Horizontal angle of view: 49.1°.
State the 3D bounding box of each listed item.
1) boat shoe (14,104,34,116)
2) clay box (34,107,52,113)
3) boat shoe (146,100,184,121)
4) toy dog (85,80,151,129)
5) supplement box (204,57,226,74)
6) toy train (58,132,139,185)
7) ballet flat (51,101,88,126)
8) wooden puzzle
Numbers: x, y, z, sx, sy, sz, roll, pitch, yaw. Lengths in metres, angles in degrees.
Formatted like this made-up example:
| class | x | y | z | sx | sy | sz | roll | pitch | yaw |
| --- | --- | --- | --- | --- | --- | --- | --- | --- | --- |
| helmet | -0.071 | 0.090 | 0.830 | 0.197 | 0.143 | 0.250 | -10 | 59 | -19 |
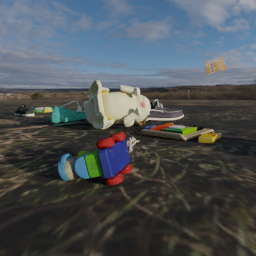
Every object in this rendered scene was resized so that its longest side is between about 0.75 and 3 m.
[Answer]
| class | x | y | z | sx | sy | sz | roll | pitch | yaw |
| --- | --- | --- | --- | --- | --- | --- | --- | --- | --- |
| boat shoe | -5.300 | -0.929 | 14.274 | 0.662 | 0.587 | 1.770 | -5 | 9 | -37 |
| clay box | -5.067 | -1.104 | 16.871 | 0.689 | 0.285 | 1.199 | 2 | 8 | 8 |
| boat shoe | 1.162 | -0.766 | 11.846 | 2.770 | 0.869 | 1.006 | -3 | 8 | -21 |
| toy dog | -0.214 | -0.567 | 9.248 | 2.120 | 1.479 | 2.055 | -4 | -20 | -27 |
| supplement box | 3.728 | -2.679 | 12.010 | 0.815 | 0.513 | 0.299 | -11 | 40 | 21 |
| toy train | -0.361 | 0.413 | 4.102 | 0.805 | 0.589 | 1.391 | -12 | 4 | 16 |
| ballet flat | -1.723 | -0.588 | 10.461 | 2.453 | 0.863 | 0.826 | -6 | 7 | -43 |
| wooden puzzle | 1.380 | 0.060 | 7.677 | 2.481 | 0.290 | 1.674 | 5 | 9 | 38 |
